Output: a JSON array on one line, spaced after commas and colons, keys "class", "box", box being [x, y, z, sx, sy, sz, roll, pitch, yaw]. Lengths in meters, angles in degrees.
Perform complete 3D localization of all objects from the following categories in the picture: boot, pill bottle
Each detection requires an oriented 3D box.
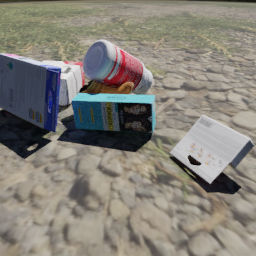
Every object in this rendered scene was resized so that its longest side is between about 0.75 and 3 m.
[{"class": "boot", "box": [-0.639, -1.112, 8.230, 1.410, 1.091, 0.520, -36, 39, 19]}, {"class": "pill bottle", "box": [-0.242, -1.812, 8.966, 2.198, 1.234, 1.234, 17, 11, -44]}]

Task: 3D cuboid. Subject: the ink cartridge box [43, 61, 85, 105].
[{"class": "ink cartridge box", "box": [-2.585, -1.671, 9.947, 1.626, 0.918, 2.215, 3, 27, 4]}]

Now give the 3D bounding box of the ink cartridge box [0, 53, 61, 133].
[{"class": "ink cartridge box", "box": [-2.776, -1.077, 8.084, 2.851, 1.701, 0.598, 22, 22, 36]}]

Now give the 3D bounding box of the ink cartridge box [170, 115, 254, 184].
[{"class": "ink cartridge box", "box": [1.834, 0.483, 6.340, 1.265, 0.321, 1.435, -48, 38, -2]}]

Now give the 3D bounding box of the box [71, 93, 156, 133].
[{"class": "box", "box": [-0.374, -0.420, 7.696, 2.214, 0.911, 0.544, 3, 30, 13]}]
